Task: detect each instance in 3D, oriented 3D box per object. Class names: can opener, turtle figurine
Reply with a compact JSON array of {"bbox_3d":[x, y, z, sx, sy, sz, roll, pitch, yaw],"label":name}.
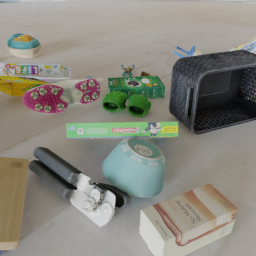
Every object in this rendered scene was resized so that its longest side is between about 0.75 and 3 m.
[{"bbox_3d":[-1.157,1.188,6.013,2.613,0.688,0.868,24,4,32],"label":"can opener"},{"bbox_3d":[0.012,-2.621,12.503,0.656,0.441,0.877,-7,44,15],"label":"turtle figurine"}]

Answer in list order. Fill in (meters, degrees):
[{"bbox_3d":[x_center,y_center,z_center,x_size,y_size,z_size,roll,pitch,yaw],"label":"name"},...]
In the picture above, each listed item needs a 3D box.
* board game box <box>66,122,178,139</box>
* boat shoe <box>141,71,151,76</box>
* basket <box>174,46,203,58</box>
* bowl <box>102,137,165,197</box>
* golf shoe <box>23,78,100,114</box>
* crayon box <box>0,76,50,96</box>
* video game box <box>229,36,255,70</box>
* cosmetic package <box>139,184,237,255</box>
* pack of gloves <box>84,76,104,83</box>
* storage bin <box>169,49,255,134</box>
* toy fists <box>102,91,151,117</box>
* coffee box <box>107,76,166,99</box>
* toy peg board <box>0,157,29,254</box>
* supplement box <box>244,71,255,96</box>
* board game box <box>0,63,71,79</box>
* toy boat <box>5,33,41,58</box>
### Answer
[{"bbox_3d":[-0.135,0.079,7.147,2.533,0.369,1.705,-1,-2,0],"label":"board game box"},{"bbox_3d":[0.807,-2.273,12.143,0.271,0.271,0.752,19,7,-32],"label":"boat shoe"},{"bbox_3d":[2.816,-3.345,13.072,1.385,0.963,1.221,31,33,-1],"label":"basket"},{"bbox_3d":[0.236,0.730,6.095,1.447,0.757,1.447,18,23,-8],"label":"bowl"},{"bbox_3d":[-2.318,-1.148,9.685,2.660,1.002,1.217,-13,21,-30],"label":"golf shoe"},{"bbox_3d":[-3.860,-1.498,9.960,1.234,0.494,1.944,22,17,34],"label":"crayon box"},{"bbox_3d":[4.297,-2.704,11.039,2.668,0.685,2.928,-28,10,40],"label":"video game box"},{"bbox_3d":[1.060,1.669,5.003,1.546,0.675,0.799,-15,34,-24],"label":"cosmetic package"},{"bbox_3d":[-1.495,-1.880,11.589,0.742,0.174,0.883,17,38,11],"label":"pack of gloves"},{"bbox_3d":[2.848,-1.160,8.548,2.865,1.937,1.343,-12,33,-19],"label":"storage bin"},{"bbox_3d":[-0.038,-0.821,9.364,1.634,0.562,0.833,10,39,13],"label":"toy fists"},{"bbox_3d":[0.268,-1.553,10.663,2.078,0.457,1.278,-4,30,-7],"label":"coffee box"},{"bbox_3d":[-3.084,1.540,5.162,2.164,1.063,2.174,7,29,-19],"label":"toy peg board"},{"bbox_3d":[5.421,-1.761,10.524,1.755,0.955,0.961,4,31,6],"label":"supplement box"},{"bbox_3d":[-3.832,-2.249,11.150,2.751,0.471,1.849,1,7,3],"label":"board game box"},{"bbox_3d":[-5.950,-4.320,14.515,2.797,1.300,2.351,-26,40,-37],"label":"toy boat"}]
